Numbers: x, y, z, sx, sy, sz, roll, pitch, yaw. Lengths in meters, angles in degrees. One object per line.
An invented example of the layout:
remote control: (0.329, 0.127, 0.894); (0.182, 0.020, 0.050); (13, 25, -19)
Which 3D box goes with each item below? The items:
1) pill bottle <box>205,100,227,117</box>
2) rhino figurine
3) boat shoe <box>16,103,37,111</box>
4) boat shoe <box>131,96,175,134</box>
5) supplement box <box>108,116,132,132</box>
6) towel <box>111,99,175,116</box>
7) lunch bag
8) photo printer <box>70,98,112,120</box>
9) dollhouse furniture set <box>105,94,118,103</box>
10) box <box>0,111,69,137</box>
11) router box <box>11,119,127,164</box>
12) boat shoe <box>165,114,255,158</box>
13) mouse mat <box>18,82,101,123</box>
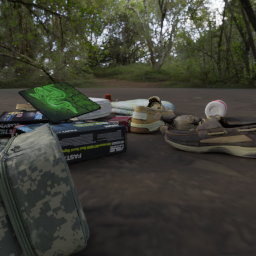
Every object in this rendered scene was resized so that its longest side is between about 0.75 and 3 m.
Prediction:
pill bottle: (3.732, -0.770, 11.757); (0.780, 0.780, 1.389); (4, 10, 23)
rhino figurine: (1.875, 0.002, 7.701); (2.216, 0.663, 0.969); (10, -1, 32)
boat shoe: (-4.820, -1.298, 14.841); (2.103, 0.728, 0.775); (-3, 11, -15)
boat shoe: (0.987, -0.554, 9.663); (1.018, 1.082, 2.842); (4, 11, 23)
supplement box: (-0.214, -0.151, 9.420); (0.673, 0.377, 1.237); (1, 9, 10)
towel: (0.605, -0.950, 13.404); (2.156, 0.606, 2.519); (-13, 16, -40)
lunch bag: (-1.246, 0.697, 2.828); (1.376, 1.143, 1.641); (-19, 15, -14)
photo printer: (-2.032, -0.862, 12.104); (1.814, 0.757, 2.180); (-15, 17, -38)
dollhouse furniture set: (-1.264, -1.539, 16.195); (1.414, 0.728, 1.398); (1, 10, 4)
box: (-3.122, -0.200, 9.325); (2.189, 0.548, 2.206); (-4, 11, -14)
router box: (-1.322, 0.256, 6.345); (2.124, 0.660, 1.591); (-8, 13, -39)
boat shoe: (2.061, 0.102, 6.570); (2.399, 0.879, 0.894); (4, 11, 22)
mouse mat: (-1.789, -0.735, 7.322); (1.480, 0.069, 1.839); (-23, 43, -39)
